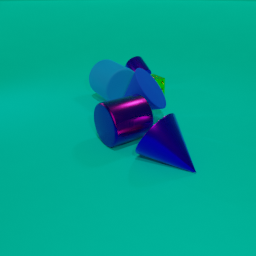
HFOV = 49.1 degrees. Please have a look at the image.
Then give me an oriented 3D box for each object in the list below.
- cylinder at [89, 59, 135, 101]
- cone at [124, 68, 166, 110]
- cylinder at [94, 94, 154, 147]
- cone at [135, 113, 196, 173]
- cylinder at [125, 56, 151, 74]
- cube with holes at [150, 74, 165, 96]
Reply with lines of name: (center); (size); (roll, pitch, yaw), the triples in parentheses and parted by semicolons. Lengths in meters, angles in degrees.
cylinder: (-0.524, -1.647, 10.028); (1.333, 1.333, 1.333); (-16, 34, -29)
cone: (0.179, -0.848, 8.725); (1.451, 1.446, 1.446); (-34, 13, 28)
cylinder: (-0.130, -0.215, 7.520); (1.197, 1.197, 1.197); (-17, 32, -29)
cone: (1.108, 0.581, 6.597); (1.337, 1.332, 1.332); (45, 45, 19)
cylinder: (0.436, -2.479, 12.020); (0.864, 0.864, 0.864); (-16, 62, -28)
cube with holes: (0.834, -1.514, 10.481); (0.787, 0.787, 0.787); (-13, 27, -24)
